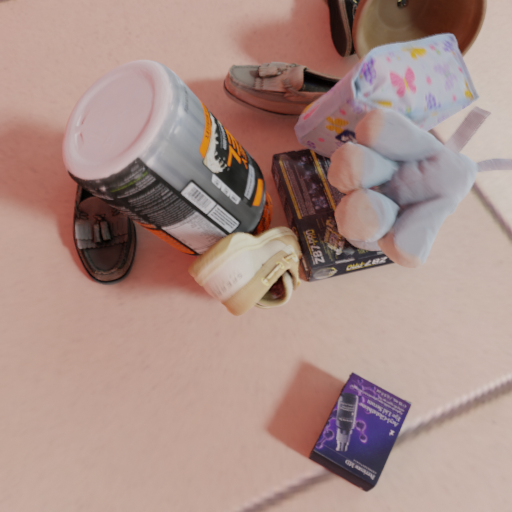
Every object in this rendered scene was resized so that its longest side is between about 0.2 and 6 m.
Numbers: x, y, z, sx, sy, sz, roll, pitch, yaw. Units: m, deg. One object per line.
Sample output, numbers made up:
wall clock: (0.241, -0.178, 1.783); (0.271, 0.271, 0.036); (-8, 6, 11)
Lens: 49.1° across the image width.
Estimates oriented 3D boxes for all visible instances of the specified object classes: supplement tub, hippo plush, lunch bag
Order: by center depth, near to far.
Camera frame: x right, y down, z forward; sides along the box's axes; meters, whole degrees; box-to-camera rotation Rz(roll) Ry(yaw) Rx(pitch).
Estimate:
hippo plush: (1.918, -1.049, 7.952); (2.448, 1.968, 1.950); (-42, 94, -6)
supplement tub: (-1.053, -1.136, 7.956); (1.844, 3.010, 1.844); (-12, 64, 25)
lunch bag: (1.825, -2.213, 8.405); (2.147, 1.821, 1.365); (-17, 85, -26)

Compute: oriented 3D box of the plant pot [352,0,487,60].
plant pot: (2.713, -4.250, 9.815); (2.279, 2.279, 1.052); (-9, 48, -5)

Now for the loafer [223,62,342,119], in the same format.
loafer: (0.978, -3.033, 10.076); (3.094, 0.973, 1.112); (14, 55, -4)

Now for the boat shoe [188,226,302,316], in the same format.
boat shoe: (0.078, 0.276, 7.780); (1.066, 2.893, 1.001); (-39, 81, 21)

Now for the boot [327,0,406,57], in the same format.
boot: (2.433, -5.097, 11.533); (1.799, 0.860, 2.382); (-1, 62, -3)

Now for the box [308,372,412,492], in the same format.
box: (1.397, 2.377, 7.577); (0.916, 0.646, 1.238); (26, 64, 13)

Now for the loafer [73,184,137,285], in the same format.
loafer: (-2.603, -0.948, 9.232); (1.038, 0.908, 2.888); (-9, 62, -5)

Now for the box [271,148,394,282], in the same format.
box: (1.431, -0.842, 9.369); (1.859, 0.566, 2.307); (-12, 63, -10)
